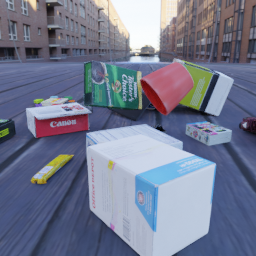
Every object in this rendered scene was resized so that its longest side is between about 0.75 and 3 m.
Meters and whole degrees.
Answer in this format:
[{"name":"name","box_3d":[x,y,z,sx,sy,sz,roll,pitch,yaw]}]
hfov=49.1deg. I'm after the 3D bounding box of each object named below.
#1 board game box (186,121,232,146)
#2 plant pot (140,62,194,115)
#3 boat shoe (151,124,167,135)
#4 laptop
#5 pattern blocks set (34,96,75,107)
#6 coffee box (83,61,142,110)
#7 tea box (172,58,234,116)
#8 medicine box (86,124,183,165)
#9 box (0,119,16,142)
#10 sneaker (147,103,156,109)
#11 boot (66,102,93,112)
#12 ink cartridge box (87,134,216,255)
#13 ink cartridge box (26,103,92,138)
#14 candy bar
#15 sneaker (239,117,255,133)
[{"name":"board game box","box_3d":[2.858,0.166,10.040,0.982,0.428,1.331,-7,18,-24]},{"name":"plant pot","box_3d":[1.295,-1.329,8.951,1.266,1.431,1.431,-37,25,-6]},{"name":"boat shoe","box_3d":[1.111,0.084,10.259,0.463,0.439,1.324,-3,17,-10]},{"name":"laptop","box_3d":[0.608,-1.115,13.559,2.086,1.291,2.228,25,70,45]},{"name":"pattern blocks set","box_3d":[-4.084,-1.427,15.547,2.306,0.213,2.624,5,18,17]},{"name":"coffee box","box_3d":[-0.439,-1.360,9.391,0.509,1.424,2.315,-2,-4,43]},{"name":"tea box","box_3d":[3.329,-2.155,14.009,2.756,1.872,2.801,19,18,1]},{"name":"medicine box","box_3d":[0.107,0.694,7.305,1.943,1.000,1.770,-9,20,-25]},{"name":"box","box_3d":[-5.780,0.274,9.227,2.914,0.692,2.814,3,15,12]},{"name":"sneaker","box_3d":[1.593,-1.285,14.490,1.768,0.712,1.295,4,27,-4]},{"name":"boot","box_3d":[-2.255,-0.896,13.151,1.287,0.682,1.955,1,21,-11]},{"name":"ink cartridge box","box_3d":[0.253,1.082,5.292,1.398,1.435,2.232,-12,22,-35]},{"name":"ink cartridge box","box_3d":[-2.613,-0.287,10.709,2.086,0.875,1.832,-9,19,-28]},{"name":"candy bar","box_3d":[-1.995,1.041,7.565,0.442,0.196,1.772,0,17,14]},{"name":"sneaker","box_3d":[4.638,0.016,10.075,1.334,0.874,2.310,5,7,31]}]
